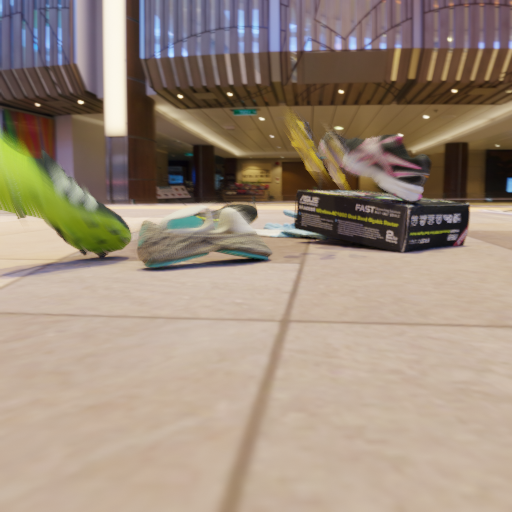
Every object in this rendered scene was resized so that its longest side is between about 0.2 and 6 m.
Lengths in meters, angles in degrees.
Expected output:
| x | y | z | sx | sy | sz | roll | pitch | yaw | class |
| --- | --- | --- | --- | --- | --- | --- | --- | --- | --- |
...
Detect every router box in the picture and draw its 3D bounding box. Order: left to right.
| x | y | z | sx | sy | sz | roll | pitch | yaw | class |
| --- | --- | --- | --- | --- | --- | --- | --- | --- | --- |
| 2.891 | -0.903 | 13.145 | 2.455 | 1.018 | 3.276 | -5 | 13 | -40 | router box |

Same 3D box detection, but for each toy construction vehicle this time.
| x | y | z | sx | sy | sz | roll | pitch | yaw | class |
| --- | --- | --- | --- | --- | --- | --- | --- | --- | --- |
| 1.171 | -1.944 | 10.700 | 1.044 | 1.199 | 0.422 | 18 | 59 | 28 | toy construction vehicle |

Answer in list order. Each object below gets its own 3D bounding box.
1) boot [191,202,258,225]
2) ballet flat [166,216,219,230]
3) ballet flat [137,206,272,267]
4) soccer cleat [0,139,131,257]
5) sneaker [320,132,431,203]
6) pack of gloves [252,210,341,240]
| x | y | z | sx | sy | sz | roll | pitch | yaw | class |
| --- | --- | --- | --- | --- | --- | --- | --- | --- | --- |
| -1.054 | -0.895 | 15.540 | 2.211 | 0.856 | 1.529 | -14 | 10 | 6 | boot |
| -1.251 | -0.550 | 13.294 | 2.193 | 0.733 | 0.735 | -1 | -15 | -27 | ballet flat |
| -0.778 | -0.361 | 9.563 | 2.615 | 0.985 | 0.887 | -3 | 7 | -36 | ballet flat |
| -3.285 | -0.969 | 9.508 | 1.102 | 1.323 | 3.264 | -28 | -28 | 15 | soccer cleat |
| 2.616 | -2.146 | 11.924 | 2.524 | 1.090 | 1.014 | 33 | 20 | 24 | sneaker |
| 1.380 | -0.947 | 16.063 | 3.585 | 0.707 | 3.012 | 4 | 7 | 31 | pack of gloves |
